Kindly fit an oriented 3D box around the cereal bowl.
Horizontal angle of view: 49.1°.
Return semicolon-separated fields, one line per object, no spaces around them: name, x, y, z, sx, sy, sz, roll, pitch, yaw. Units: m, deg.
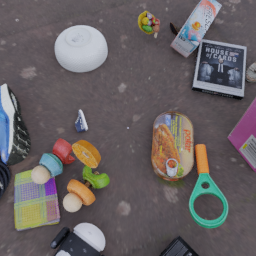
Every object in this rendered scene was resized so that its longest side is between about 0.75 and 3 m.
cereal bowl;-1.711;-3.003;10.098;1.946;0.811;1.946;0;62;-1

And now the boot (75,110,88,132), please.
boot;-1.545;-0.227;8.899;0.343;0.276;0.759;-16;64;-14

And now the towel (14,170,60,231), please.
towel;-2.561;1.940;7.799;1.193;0.189;1.662;-13;62;-6

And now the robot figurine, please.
robot figurine;-1.214;3.057;6.792;0.935;1.126;1.498;7;52;51

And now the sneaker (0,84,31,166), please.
sneaker;-3.829;-0.012;8.451;1.266;1.116;2.841;-24;56;-5

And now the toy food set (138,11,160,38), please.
toy food set;0.877;-3.741;10.085;0.380;1.164;0.685;23;98;43

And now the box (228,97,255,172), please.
box;4.658;-0.373;7.686;2.889;2.541;1.397;-26;65;-14

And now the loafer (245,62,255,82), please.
loafer;4.766;-2.262;9.848;1.682;0.529;0.605;-38;68;-18

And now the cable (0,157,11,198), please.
cable;-4.556;1.494;7.809;2.305;0.586;1.881;6;62;4

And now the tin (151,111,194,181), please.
tin;1.339;0.521;8.432;1.229;0.459;2.194;4;62;7

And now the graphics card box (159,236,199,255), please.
graphics card box;1.572;4.138;6.311;1.771;0.718;2.823;-41;70;-19

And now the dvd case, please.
dvd case;3.259;-2.126;9.919;1.727;0.284;2.297;12;63;6

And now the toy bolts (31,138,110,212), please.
toy bolts;-1.662;1.143;7.406;1.894;1.809;1.313;27;55;24

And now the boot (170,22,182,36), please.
boot;1.944;-3.794;10.841;0.387;0.298;0.798;-23;74;-22

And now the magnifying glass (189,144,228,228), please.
magnifying glass;2.112;1.499;7.686;0.973;0.274;2.444;-5;49;11

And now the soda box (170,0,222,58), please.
soda box;2.550;-3.817;10.410;0.780;0.839;2.452;34;66;-6
